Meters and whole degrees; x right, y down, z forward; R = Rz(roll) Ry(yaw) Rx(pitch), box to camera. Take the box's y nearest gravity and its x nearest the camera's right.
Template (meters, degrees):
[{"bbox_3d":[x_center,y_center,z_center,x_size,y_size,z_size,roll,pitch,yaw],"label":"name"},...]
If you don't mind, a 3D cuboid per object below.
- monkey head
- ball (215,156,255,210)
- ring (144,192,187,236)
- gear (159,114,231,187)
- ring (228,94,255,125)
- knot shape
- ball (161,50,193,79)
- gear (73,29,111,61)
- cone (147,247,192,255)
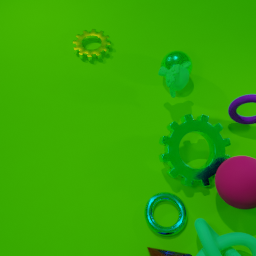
[{"bbox_3d":[1.353,-1.509,8.228,0.827,0.693,1.150,33,103,41],"label":"monkey head"},{"bbox_3d":[2.799,1.323,6.839,1.290,1.290,1.290,0,61,0],"label":"ball"},{"bbox_3d":[0.971,2.195,7.205,1.103,0.221,1.103,0,61,0],"label":"ring"},{"bbox_3d":[1.807,0.600,7.582,1.924,0.356,1.924,1,83,-8],"label":"gear"},{"bbox_3d":[3.489,-0.516,8.042,1.165,1.165,0.233,9,52,5],"label":"ring"},{"bbox_3d":[2.061,2.895,6.091,1.798,0.831,1.683,32,36,20],"label":"knot shape"},{"bbox_3d":[1.557,-1.969,9.011,1.015,1.015,1.015,0,61,0],"label":"ball"},{"bbox_3d":[-1.283,-2.982,10.039,1.334,0.247,1.334,0,61,0],"label":"gear"},{"bbox_3d":[0.798,3.089,6.536,1.022,1.022,1.026,-43,40,-20],"label":"cone"}]
